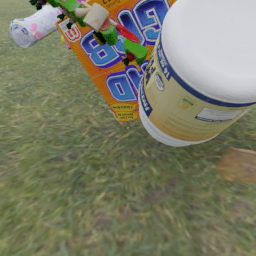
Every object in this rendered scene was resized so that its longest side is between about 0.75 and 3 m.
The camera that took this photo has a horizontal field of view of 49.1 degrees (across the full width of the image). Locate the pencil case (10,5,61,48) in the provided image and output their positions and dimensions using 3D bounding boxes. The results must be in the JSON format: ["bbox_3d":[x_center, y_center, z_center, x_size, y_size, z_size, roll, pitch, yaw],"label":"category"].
[{"bbox_3d":[-2.579,-2.933,8.014,0.696,0.760,1.675,-27,19,43],"label":"pencil case"}]

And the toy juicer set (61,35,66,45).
[{"bbox_3d":[-2.255,-4.743,11.217,0.696,2.557,1.627,7,35,32],"label":"toy juicer set"}]

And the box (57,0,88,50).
[{"bbox_3d":[-1.460,-4.325,10.331,2.099,2.387,1.154,-18,0,-35],"label":"box"}]

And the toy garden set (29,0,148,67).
[{"bbox_3d":[-0.668,-1.475,3.868,2.034,0.406,1.696,34,6,-3],"label":"toy garden set"}]

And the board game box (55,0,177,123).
[{"bbox_3d":[0.784,-2.354,6.826,2.938,2.938,2.940,-11,33,39],"label":"board game box"}]

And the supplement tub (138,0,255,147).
[{"bbox_3d":[1.078,-0.717,4.368,1.675,2.319,1.675,3,68,-8],"label":"supplement tub"}]
